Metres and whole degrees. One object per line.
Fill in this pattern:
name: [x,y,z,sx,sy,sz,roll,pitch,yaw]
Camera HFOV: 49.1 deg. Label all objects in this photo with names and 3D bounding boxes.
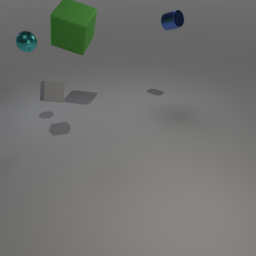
cylinder: [1.862,-4.504,11.722,0.700,0.700,0.700,-25,20,-36]
ball: [-3.474,-2.949,9.575,0.700,0.700,0.700,0,30,0]
cube: [-2.708,-1.294,9.977,0.700,0.700,0.700,2,5,-28]
cube: [-2.181,-4.055,11.239,1.400,1.400,1.400,19,52,-1]
